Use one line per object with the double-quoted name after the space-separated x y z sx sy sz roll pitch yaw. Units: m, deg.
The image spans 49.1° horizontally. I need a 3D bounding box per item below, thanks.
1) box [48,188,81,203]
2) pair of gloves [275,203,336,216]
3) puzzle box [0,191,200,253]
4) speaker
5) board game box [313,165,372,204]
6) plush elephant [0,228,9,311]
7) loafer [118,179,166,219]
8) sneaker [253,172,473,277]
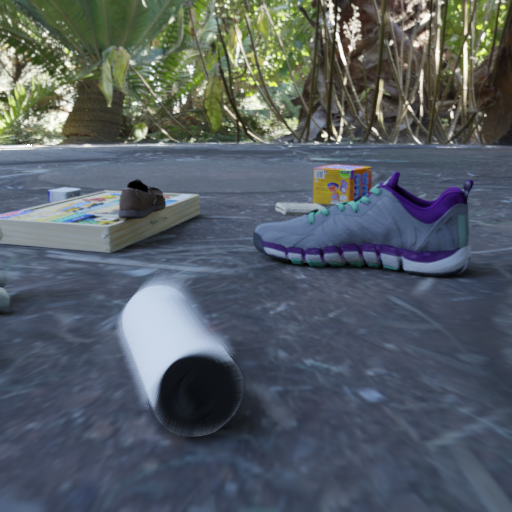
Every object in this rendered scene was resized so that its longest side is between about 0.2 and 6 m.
-5.458 -1.716 15.984 0.685 0.359 0.630 7 17 25 "box"
1.783 -0.734 12.001 2.151 0.443 2.529 -2 17 -24 "pair of gloves"
-3.306 -0.881 12.337 2.784 0.532 4.184 4 15 17 "puzzle box"
-0.738 0.865 5.079 0.740 0.740 1.823 -5 15 -19 "speaker"
2.242 -1.747 14.560 1.116 1.115 1.115 12 18 38 "board game box"
-3.963 0.021 7.171 1.342 1.262 1.629 -7 18 -22 "plush elephant"
-2.234 -1.205 11.192 0.684 0.664 1.872 1 15 2 "loafer"
1.700 -0.648 9.311 3.592 1.572 1.337 5 15 17 "sneaker"
